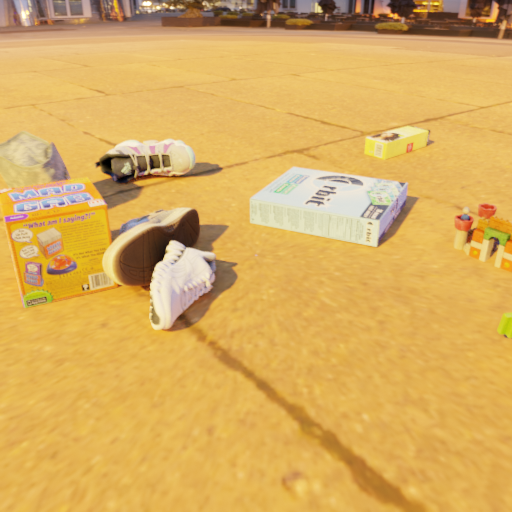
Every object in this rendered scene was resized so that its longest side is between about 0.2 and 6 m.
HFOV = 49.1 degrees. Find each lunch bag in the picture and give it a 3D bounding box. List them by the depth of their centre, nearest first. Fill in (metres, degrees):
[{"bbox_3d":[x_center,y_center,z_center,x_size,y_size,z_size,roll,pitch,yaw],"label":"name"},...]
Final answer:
[{"bbox_3d":[-4.507,-1.629,11.761,1.804,1.480,1.061,25,54,34],"label":"lunch bag"}]

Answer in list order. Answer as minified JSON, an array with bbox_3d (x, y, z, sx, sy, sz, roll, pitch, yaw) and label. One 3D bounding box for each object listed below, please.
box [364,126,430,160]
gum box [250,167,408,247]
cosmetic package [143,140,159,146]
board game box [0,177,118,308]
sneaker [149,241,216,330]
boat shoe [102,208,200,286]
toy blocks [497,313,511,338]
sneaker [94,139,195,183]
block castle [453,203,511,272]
[{"bbox_3d":[4.107,-3.301,16.217,2.096,0.525,0.789,-22,35,-37],"label":"box"},{"bbox_3d":[1.578,-1.137,11.889,2.714,0.605,2.306,13,30,24],"label":"gum box"},{"bbox_3d":[-2.742,-2.839,15.371,0.403,0.477,0.924,-15,32,-26],"label":"cosmetic package"},{"bbox_3d":[-3.273,-0.283,9.246,1.495,1.494,1.495,-13,30,-23],"label":"board game box"},{"bbox_3d":[-1.129,0.417,8.747,0.872,0.808,2.151,9,28,1],"label":"sneaker"},{"bbox_3d":[-1.924,-0.231,9.776,0.892,0.991,2.746,7,23,19],"label":"boat shoe"},{"bbox_3d":[4.737,1.211,6.908,2.666,1.332,1.822,-5,39,-8],"label":"toy blocks"},{"bbox_3d":[-2.855,-2.209,13.772,2.464,0.958,1.724,4,27,28],"label":"sneaker"},{"bbox_3d":[4.636,-0.405,10.202,1.218,0.855,1.823,-21,34,-35],"label":"block castle"}]
